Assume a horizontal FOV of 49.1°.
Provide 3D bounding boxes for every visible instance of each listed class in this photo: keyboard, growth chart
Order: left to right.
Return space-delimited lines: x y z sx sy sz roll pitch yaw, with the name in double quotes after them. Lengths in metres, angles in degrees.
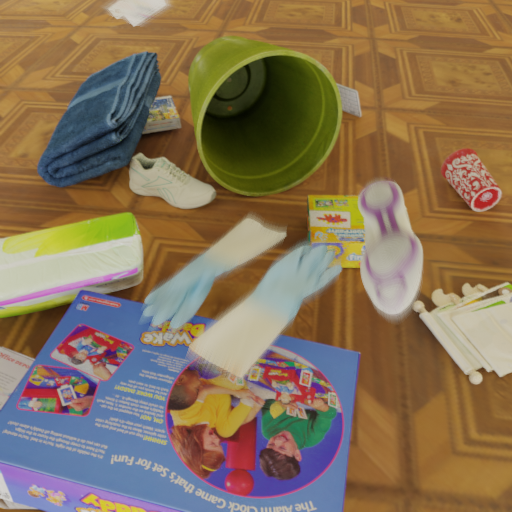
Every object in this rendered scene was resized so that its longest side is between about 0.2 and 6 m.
1.519 -5.126 16.766 3.756 1.057 0.200 31 80 29 "keyboard"
4.681 1.277 10.315 3.093 0.274 2.238 -8 43 -9 "growth chart"

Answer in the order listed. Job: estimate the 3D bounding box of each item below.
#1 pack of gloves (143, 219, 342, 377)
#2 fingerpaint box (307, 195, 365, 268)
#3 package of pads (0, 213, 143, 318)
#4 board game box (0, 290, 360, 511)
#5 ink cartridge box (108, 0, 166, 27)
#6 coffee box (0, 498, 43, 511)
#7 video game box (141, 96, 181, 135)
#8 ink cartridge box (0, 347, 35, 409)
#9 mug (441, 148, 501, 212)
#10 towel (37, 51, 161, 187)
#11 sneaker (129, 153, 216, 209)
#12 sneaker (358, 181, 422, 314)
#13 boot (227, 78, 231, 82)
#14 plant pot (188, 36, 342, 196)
-0.253 0.306 8.852 2.433 0.572 2.897 20 48 37 "pack of gloves"
2.105 -0.530 11.941 1.990 0.730 1.660 0 42 1 "fingerpaint box"
-3.592 0.264 9.939 3.154 2.437 1.076 -13 83 -13 "package of pads"
-1.015 2.368 8.161 4.686 1.049 3.151 12 41 6 "board game box"
-2.466 -5.160 11.591 1.034 0.348 0.605 -34 53 -2 "ink cartridge box"
-3.419 3.239 7.990 1.094 0.436 0.625 5 43 -1 "coffee box"
-3.004 -3.996 15.908 1.491 0.383 1.637 -14 40 -9 "video game box"
-4.160 2.234 9.046 0.963 0.564 1.332 17 47 17 "ink cartridge box"
5.236 -1.792 13.224 1.224 0.920 1.379 -9 47 -8 "mug"
-4.017 -3.750 14.649 2.612 1.135 4.678 -17 40 18 "towel"
-2.030 -1.760 13.177 2.281 0.914 0.802 16 43 14 "sneaker"
2.036 -0.041 8.199 0.856 1.139 2.286 -11 47 21 "sneaker"
-0.040 -4.414 16.040 3.162 1.071 2.066 3 49 6 "boot"
-0.202 -3.780 13.623 3.436 3.436 3.308 -14 41 -15 "plant pot"
